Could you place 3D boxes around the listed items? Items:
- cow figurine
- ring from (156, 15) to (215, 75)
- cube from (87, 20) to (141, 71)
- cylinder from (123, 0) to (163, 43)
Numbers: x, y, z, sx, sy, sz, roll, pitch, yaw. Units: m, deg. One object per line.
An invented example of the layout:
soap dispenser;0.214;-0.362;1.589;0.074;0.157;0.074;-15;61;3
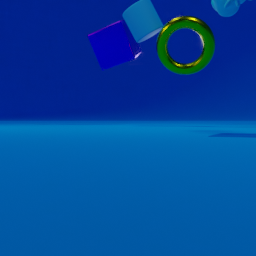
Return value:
cow figurine;1.830;-2.319;4.970;0.580;1.040;1.057;-24;-30;10
ring;1.746;-2.503;8.597;1.795;1.795;0.359;1;30;21
cube;-0.446;-3.042;10.184;1.332;1.332;1.332;-16;19;20
cylinder;0.500;-3.544;9.298;1.028;1.028;1.028;-29;6;4
